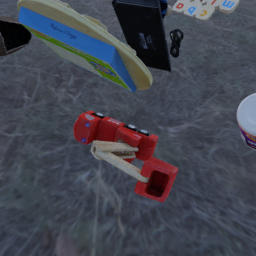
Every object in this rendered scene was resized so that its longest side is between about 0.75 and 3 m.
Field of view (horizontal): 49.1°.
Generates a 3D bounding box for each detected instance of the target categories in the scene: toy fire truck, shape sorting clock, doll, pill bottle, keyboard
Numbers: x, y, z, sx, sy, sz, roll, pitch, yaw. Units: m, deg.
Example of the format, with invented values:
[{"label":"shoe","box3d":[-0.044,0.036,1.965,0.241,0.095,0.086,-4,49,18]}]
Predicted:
[{"label":"toy fire truck","box3d":[-0.151,0.369,5.047,2.219,0.541,1.565,22,18,14]},{"label":"shape sorting clock","box3d":[-0.618,-1.233,4.331,2.257,2.257,0.443,28,89,28]},{"label":"doll","box3d":[0.775,-3.145,7.647,0.335,0.944,1.383,30,41,24]},{"label":"pill bottle","box3d":[1.628,-0.011,3.392,0.515,0.925,0.515,-10,66,23]},{"label":"keyboard","box3d":[0.528,-1.791,5.613,1.252,2.085,0.267,17,76,20]}]

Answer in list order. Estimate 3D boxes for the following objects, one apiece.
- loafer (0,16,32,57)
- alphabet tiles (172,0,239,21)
[{"label":"loafer","box3d":[-2.352,-1.442,4.369,0.809,0.833,2.280,2,27,19]},{"label":"alphabet tiles","box3d":[2.104,-3.543,7.269,1.856,0.135,1.815,35,81,32]}]
